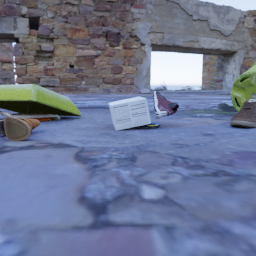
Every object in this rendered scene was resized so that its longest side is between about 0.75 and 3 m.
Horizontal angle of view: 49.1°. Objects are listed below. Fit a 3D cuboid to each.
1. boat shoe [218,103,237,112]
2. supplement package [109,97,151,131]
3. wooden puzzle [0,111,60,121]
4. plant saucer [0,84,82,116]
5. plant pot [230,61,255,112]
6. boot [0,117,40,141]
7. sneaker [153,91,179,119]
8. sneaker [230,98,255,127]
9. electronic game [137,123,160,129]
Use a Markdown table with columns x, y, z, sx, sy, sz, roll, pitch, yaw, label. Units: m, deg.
| x | y | z | sx | sy | sz | roll | pitch | yaw | label |
| --- | --- | --- | --- | --- | --- | --- | --- | --- | --- |
| 5.323 | -1.067 | 14.729 | 1.177 | 0.434 | 0.377 | 9 | 6 | 29 | boat shoe |
| 0.020 | -0.488 | 8.838 | 1.095 | 0.779 | 1.406 | -12 | 10 | -5 | supplement package |
| -3.770 | -0.422 | 10.723 | 1.866 | 0.347 | 1.726 | 0 | 7 | -35 | wooden puzzle |
| -3.769 | -1.067 | 10.865 | 2.981 | 0.715 | 2.985 | 2 | -7 | 23 | plant saucer |
| 5.756 | -1.588 | 11.563 | 2.680 | 2.915 | 2.915 | -22 | 21 | -38 | plant pot |
| -2.711 | -0.046 | 7.259 | 1.526 | 0.562 | 1.181 | 7 | 8 | 29 | boot |
| 1.221 | -0.754 | 8.956 | 0.781 | 0.511 | 1.351 | -5 | 38 | 5 | sneaker |
| 4.034 | -0.559 | 9.456 | 0.848 | 0.910 | 2.409 | 6 | 10 | 34 | sneaker |
| 0.637 | -0.094 | 8.858 | 0.778 | 0.162 | 0.778 | -1 | 9 | 0 | electronic game |
